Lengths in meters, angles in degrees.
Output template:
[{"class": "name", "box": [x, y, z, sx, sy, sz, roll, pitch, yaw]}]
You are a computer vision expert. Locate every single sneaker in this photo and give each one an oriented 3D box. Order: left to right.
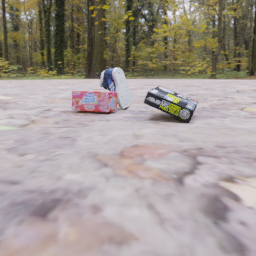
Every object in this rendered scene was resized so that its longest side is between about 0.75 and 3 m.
[{"class": "sneaker", "box": [-0.535, -1.452, 10.515, 0.634, 1.575, 1.153, -23, 15, -37]}]

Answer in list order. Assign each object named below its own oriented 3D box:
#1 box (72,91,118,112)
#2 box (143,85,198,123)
[{"class": "box", "box": [-1.137, -0.921, 9.606, 1.442, 0.689, 0.719, 4, 7, 22]}, {"class": "box", "box": [1.351, -0.771, 8.449, 1.408, 0.389, 1.757, 26, 19, 11]}]
